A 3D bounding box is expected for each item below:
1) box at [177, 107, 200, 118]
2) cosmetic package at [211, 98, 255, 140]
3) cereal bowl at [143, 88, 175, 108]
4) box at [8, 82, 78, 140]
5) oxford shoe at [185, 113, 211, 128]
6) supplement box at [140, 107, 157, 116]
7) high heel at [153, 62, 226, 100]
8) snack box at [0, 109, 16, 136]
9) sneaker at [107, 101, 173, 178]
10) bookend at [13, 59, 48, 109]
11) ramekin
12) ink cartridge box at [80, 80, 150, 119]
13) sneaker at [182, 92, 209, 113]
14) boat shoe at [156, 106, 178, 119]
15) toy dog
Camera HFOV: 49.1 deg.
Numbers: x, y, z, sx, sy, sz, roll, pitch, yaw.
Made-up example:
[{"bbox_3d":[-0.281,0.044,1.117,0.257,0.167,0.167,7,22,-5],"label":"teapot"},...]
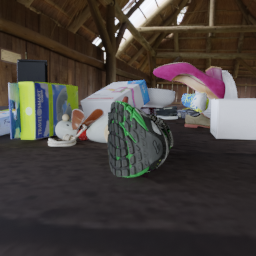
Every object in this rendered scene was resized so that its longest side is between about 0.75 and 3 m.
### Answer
[{"bbox_3d":[3.958,-0.947,16.972,1.586,0.483,1.968,-16,12,-22],"label":"box"},{"bbox_3d":[3.963,-0.297,8.313,2.792,1.184,1.502,1,7,11],"label":"cosmetic package"},{"bbox_3d":[1.432,-1.636,15.721,2.385,0.993,2.385,4,4,0],"label":"cereal bowl"},{"bbox_3d":[-2.481,-0.576,8.755,0.643,1.646,2.699,2,6,21],"label":"box"},{"bbox_3d":[3.108,-0.312,11.325,1.594,0.596,0.562,0,6,-1],"label":"oxford shoe"},{"bbox_3d":[0.741,-0.747,15.025,1.244,0.696,2.286,1,5,15],"label":"supplement box"},{"bbox_3d":[2.404,-1.695,10.867,2.897,1.389,0.976,2,-12,-17],"label":"high heel"},{"bbox_3d":[-4.150,-0.183,9.028,1.589,0.592,2.235,2,14,32],"label":"snack box"},{"bbox_3d":[0.268,0.096,4.897,1.238,1.134,2.906,0,5,-5],"label":"sneaker"},{"bbox_3d":[-4.108,-1.509,11.625,1.363,2.940,2.958,0,7,-12],"label":"bookend"},{"bbox_3d":[4.690,-1.635,14.865,1.283,2.631,2.631,-4,1,43],"label":"ramekin"},{"bbox_3d":[-0.557,-1.278,13.453,2.039,1.194,2.821,2,28,34],"label":"ink cartridge box"},{"bbox_3d":[2.404,-0.954,10.373,1.003,0.723,1.909,11,1,21],"label":"sneaker"},{"bbox_3d":[1.851,-0.969,16.683,2.604,0.785,0.984,5,8,38],"label":"boat shoe"},{"bbox_3d":[-0.799,-0.223,7.412,2.553,1.230,1.684,0,6,3],"label":"toy dog"}]
